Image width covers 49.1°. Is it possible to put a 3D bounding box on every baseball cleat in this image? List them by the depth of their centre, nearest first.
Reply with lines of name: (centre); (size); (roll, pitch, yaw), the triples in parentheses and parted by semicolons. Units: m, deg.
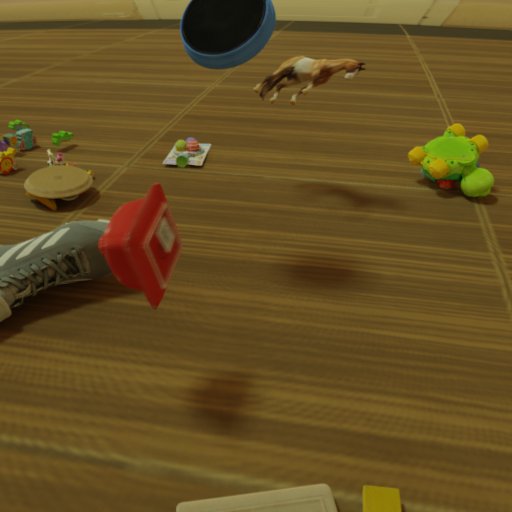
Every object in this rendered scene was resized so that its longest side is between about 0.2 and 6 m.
baseball cleat: (-3.639, 0.396, 9.139); (3.468, 1.209, 1.846); (-11, 39, -1)

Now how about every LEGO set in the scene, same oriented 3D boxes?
LEGO set: (-4.730, -2.273, 13.839); (1.544, 0.575, 0.710); (24, 39, 34)

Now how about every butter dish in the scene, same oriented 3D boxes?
butter dish: (-1.450, -0.126, 6.597); (0.843, 1.140, 1.137); (1, 46, 17)

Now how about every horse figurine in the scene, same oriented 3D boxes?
horse figurine: (0.939, -3.732, 11.761); (1.521, 0.573, 2.295); (-45, 36, -20)

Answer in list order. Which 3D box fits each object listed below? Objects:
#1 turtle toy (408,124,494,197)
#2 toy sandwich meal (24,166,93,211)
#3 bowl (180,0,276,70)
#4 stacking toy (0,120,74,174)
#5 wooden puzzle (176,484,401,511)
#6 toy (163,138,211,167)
turtle toy: (4.659, -2.107, 13.088); (1.516, 1.051, 2.080); (-31, 41, -5)
toy sandwich meal: (-4.506, -1.551, 12.748); (1.632, 0.559, 1.632); (3, 34, -2)
bowl: (-0.454, -3.530, 8.437); (1.497, 0.294, 1.497); (-5, 71, 16)
stacking toy: (-6.535, -2.988, 15.097); (1.927, 0.601, 2.556); (17, 33, 23)
wooden puzzle: (0.130, 3.048, 5.390); (2.896, 0.339, 1.954); (-1, 27, -2)
toy: (-1.833, -2.872, 14.986); (1.012, 0.415, 1.757); (3, 31, 3)
